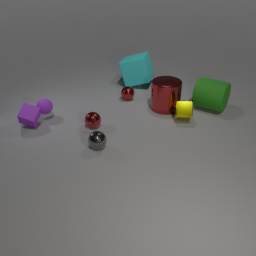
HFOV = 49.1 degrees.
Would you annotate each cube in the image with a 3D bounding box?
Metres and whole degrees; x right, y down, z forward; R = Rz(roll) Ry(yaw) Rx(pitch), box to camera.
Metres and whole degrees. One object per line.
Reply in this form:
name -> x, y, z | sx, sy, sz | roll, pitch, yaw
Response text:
cube -> -4.124, -0.531, 11.721 | 0.700, 0.700, 0.700 | 19, 65, -6
cube -> 2.425, -0.758, 12.238 | 0.700, 0.700, 0.700 | 2, -9, 4
cube -> 0.498, -3.243, 15.489 | 1.400, 1.400, 1.400 | -8, 26, 21

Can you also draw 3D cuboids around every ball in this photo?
ball -> -1.148, 0.453, 10.488 | 0.700, 0.700, 0.700 | 0, 31, 0
ball -> -0.014, -1.765, 14.113 | 0.700, 0.700, 0.700 | 0, 31, 0
ball -> -3.650, -0.950, 12.268 | 0.700, 0.700, 0.700 | 0, 31, 0
ball -> -1.482, -0.340, 11.813 | 0.700, 0.700, 0.700 | 0, 31, 0

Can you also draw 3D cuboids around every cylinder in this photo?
cylinder -> 3.911, -1.567, 13.130 | 1.400, 1.400, 1.400 | 18, 36, 27
cylinder -> 1.780, -1.555, 13.122 | 1.400, 1.400, 1.400 | 0, 31, 0
